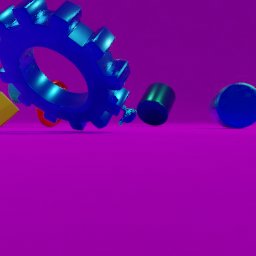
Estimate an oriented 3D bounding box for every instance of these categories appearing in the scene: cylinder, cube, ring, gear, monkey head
[{"bbox_3d":[-3.406,-1.271,9.385,0.817,0.817,0.817,-6,0,14],"label":"cylinder"},{"bbox_3d":[1.053,-0.887,10.391,1.194,1.194,1.194,1,40,27],"label":"cylinder"},{"bbox_3d":[-4.092,-0.583,9.025,0.788,0.788,0.788,-46,15,-15],"label":"cube"},{"bbox_3d":[-2.276,-0.743,8.622,0.295,1.473,1.473,15,6,18],"label":"ring"},{"bbox_3d":[2.584,-0.514,6.833,1.036,1.036,1.036,0,1,7],"label":"cylinder"},{"bbox_3d":[-0.960,-0.778,3.936,1.984,0.367,1.984,15,-38,13],"label":"gear"},{"bbox_3d":[-0.042,-0.579,11.520,1.049,0.755,0.632,-38,-21,-21],"label":"monkey head"}]
